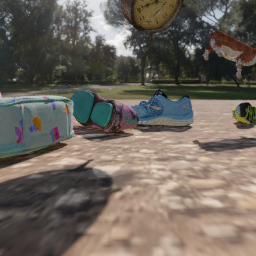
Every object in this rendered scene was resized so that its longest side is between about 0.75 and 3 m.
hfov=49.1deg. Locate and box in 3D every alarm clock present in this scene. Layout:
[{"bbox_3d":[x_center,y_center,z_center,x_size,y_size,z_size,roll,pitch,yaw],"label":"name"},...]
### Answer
[{"bbox_3d":[0.410,-2.805,5.779,0.661,1.340,1.986,52,10,30],"label":"alarm clock"}]

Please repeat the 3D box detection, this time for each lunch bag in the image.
[{"bbox_3d":[-1.937,-0.083,4.463,1.691,0.813,2.108,-1,6,17],"label":"lunch bag"}]

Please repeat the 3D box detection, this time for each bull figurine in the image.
[{"bbox_3d":[2.968,-2.035,7.680,1.771,1.075,0.577,29,-28,11],"label":"bull figurine"}]

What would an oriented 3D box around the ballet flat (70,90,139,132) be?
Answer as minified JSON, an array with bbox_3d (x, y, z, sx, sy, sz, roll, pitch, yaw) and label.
[{"bbox_3d":[-0.643,-0.377,7.235,0.987,0.959,2.774,18,1,-33],"label":"ballet flat"}]

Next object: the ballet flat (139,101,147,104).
[{"bbox_3d":[0.993,-0.997,13.740,0.607,0.580,1.723,23,1,-14],"label":"ballet flat"}]

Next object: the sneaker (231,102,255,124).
[{"bbox_3d":[3.425,-0.399,8.421,0.639,0.631,1.674,-4,-7,32],"label":"sneaker"}]

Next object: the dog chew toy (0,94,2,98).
[{"bbox_3d":[-3.888,-0.695,6.087,2.957,1.841,1.841,14,13,31],"label":"dog chew toy"}]

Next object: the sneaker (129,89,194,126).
[{"bbox_3d":[0.738,-0.594,7.919,2.217,0.997,0.869,2,7,13],"label":"sneaker"}]
